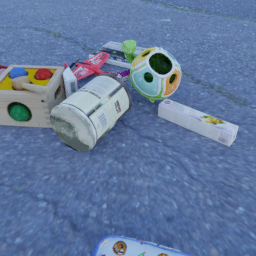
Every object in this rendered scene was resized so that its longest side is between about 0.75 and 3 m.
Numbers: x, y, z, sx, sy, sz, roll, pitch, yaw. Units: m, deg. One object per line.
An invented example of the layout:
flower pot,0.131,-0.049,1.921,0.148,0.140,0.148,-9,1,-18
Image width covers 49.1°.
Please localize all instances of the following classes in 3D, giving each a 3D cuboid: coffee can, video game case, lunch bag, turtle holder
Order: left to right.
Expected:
coffee can,-1.112,-0.550,8.916,1.636,1.636,2.235,19,41,23
video game case,-0.707,-1.675,10.798,1.530,1.387,0.274,-29,89,-32
video game case,-0.423,-3.753,14.243,2.380,0.278,2.164,18,41,21
lunch bag,0.292,3.013,4.959,2.262,0.855,1.813,10,40,14
turtle holder,0.910,-2.194,10.012,1.766,1.651,2.325,-20,82,-7

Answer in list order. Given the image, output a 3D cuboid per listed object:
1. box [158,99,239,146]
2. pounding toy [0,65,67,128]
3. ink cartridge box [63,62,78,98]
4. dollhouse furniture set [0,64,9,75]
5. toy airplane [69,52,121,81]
box,2.278,-0.241,9.418,2.723,0.564,0.527,25,44,30
pounding toy,-3.314,-1.215,9.593,2.438,1.883,2.649,3,38,5
ink cartridge box,-2.264,-1.577,10.532,0.389,1.318,1.646,-16,40,-20
dollhouse furniture set,-5.919,-2.121,11.660,1.978,0.804,1.064,9,38,12
toy airplane,-1.318,-2.535,12.426,2.861,0.526,2.861,-1,40,1
